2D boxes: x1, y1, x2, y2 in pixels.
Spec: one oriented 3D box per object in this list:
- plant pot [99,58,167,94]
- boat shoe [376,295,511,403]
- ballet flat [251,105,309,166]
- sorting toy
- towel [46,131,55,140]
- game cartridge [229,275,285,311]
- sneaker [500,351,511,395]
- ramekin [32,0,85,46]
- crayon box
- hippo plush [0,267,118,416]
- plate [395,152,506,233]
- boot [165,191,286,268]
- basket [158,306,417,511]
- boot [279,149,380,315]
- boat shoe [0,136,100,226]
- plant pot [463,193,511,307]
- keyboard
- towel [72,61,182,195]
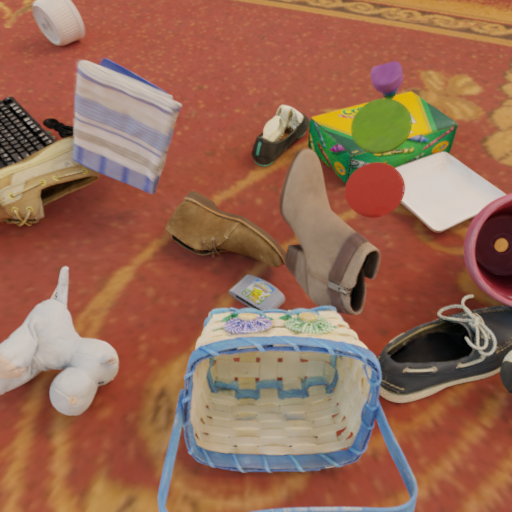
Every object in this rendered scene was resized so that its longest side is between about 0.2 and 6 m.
[{"bbox_3d":[-2.405,-2.405,9.776,1.276,1.276,1.147,28,64,-10],"label":"plant pot"},{"bbox_3d":[2.681,1.144,7.514,2.509,0.776,0.939,-14,46,-14],"label":"boat shoe"},{"bbox_3d":[0.573,-2.611,11.484,0.705,0.709,2.073,18,46,19],"label":"ballet flat"},{"bbox_3d":[2.062,-1.756,9.111,0.935,0.929,2.697,3,74,20],"label":"sorting toy"},{"bbox_3d":[-5.166,-2.150,11.336,1.857,0.211,1.333,2,45,1],"label":"towel"},{"bbox_3d":[0.030,0.587,8.566,0.770,0.156,0.513,29,47,27],"label":"game cartridge"},{"bbox_3d":[4.514,1.330,7.342,2.941,1.035,1.375,-2,27,0],"label":"sneaker"},{"bbox_3d":[-5.292,-6.279,14.889,1.379,1.379,0.724,33,64,29],"label":"ramekin"},{"bbox_3d":[2.507,-2.405,11.234,2.534,0.738,1.505,-19,47,-19],"label":"crayon box"},{"bbox_3d":[-2.489,1.337,7.283,1.336,1.323,1.661,35,58,-5],"label":"hippo plush"},{"bbox_3d":[3.361,-1.151,10.264,1.794,0.290,1.790,-21,48,-20],"label":"plate"},{"bbox_3d":[-0.511,-0.229,9.086,2.322,0.855,0.876,27,67,33],"label":"boot"},{"bbox_3d":[0.210,1.716,6.076,2.375,1.874,2.694,-1,33,-5],"label":"basket"},{"bbox_3d":[0.982,-0.263,7.261,0.704,2.006,1.466,-15,29,-31],"label":"boot"},{"bbox_3d":[-3.958,-1.032,9.611,2.771,1.025,0.920,-39,90,-21],"label":"boat shoe"},{"bbox_3d":[3.799,-0.123,8.156,1.632,1.632,1.461,8,6,8],"label":"plant pot"},{"bbox_3d":[-4.570,-2.396,11.220,1.796,0.384,2.990,-30,54,-27],"label":"keyboard"},{"bbox_3d":[-2.144,-1.937,8.883,1.590,2.165,0.258,23,52,-6],"label":"towel"}]
